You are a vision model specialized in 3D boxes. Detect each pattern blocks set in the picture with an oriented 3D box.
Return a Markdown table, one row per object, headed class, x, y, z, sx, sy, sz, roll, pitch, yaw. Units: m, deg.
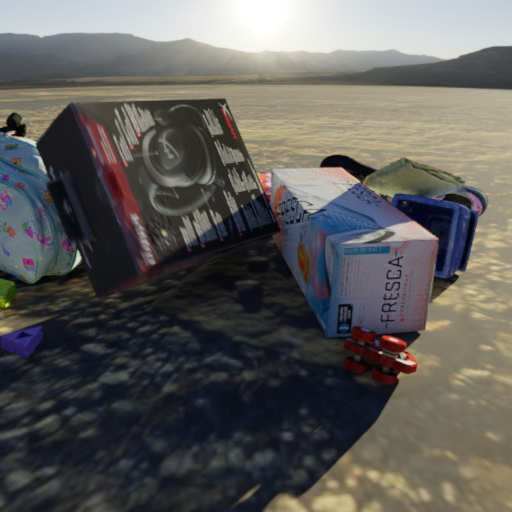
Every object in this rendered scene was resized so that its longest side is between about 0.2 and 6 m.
| class | x | y | z | sx | sy | sz | roll | pitch | yaw |
| --- | --- | --- | --- | --- | --- | --- | --- | --- | --- |
| pattern blocks set | -4.824 | 0.995 | 7.614 | 3.945 | 0.320 | 3.467 | 7 | 22 | 17 |

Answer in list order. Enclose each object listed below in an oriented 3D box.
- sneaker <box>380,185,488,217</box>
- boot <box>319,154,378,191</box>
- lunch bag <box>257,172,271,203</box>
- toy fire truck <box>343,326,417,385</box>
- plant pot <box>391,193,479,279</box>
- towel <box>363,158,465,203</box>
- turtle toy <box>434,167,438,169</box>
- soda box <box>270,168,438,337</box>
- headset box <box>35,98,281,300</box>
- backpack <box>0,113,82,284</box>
| class | x | y | z | sx | sy | sz | roll | pitch | yaw |
| --- | --- | --- | --- | --- | --- | --- | --- | --- | --- |
| sneaker | 3.943 | -1.336 | 12.779 | 2.470 | 0.866 | 1.013 | 10 | 20 | 27 |
| boot | 2.122 | -2.124 | 14.850 | 2.076 | 0.793 | 1.744 | 26 | 29 | 37 |
| lunch bag | 0.620 | -1.271 | 12.735 | 1.901 | 0.884 | 2.158 | 5 | 22 | 0 |
| toy fire truck | 1.565 | 1.203 | 6.936 | 0.930 | 0.522 | 0.781 | 17 | 9 | 35 |
| plant pot | 3.078 | -0.363 | 9.730 | 1.260 | 1.260 | 1.133 | 17 | 13 | 42 |
| towel | 2.687 | -1.268 | 9.796 | 1.212 | 0.298 | 1.633 | 17 | -9 | -15 |
| turtle toy | 4.120 | -1.761 | 13.868 | 1.689 | 0.854 | 1.231 | -2 | 22 | -6 |
| soda box | 1.340 | -0.349 | 9.509 | 1.543 | 1.434 | 4.512 | -3 | 21 | -9 |
| headset box | -1.572 | -1.035 | 9.025 | 1.370 | 2.640 | 3.547 | -26 | -4 | 43 |
| backpack | -3.961 | -0.791 | 9.761 | 3.095 | 2.583 | 1.959 | 22 | 38 | 25 |
